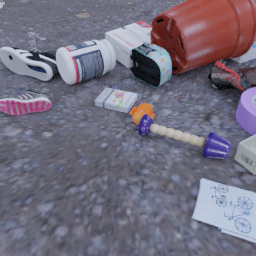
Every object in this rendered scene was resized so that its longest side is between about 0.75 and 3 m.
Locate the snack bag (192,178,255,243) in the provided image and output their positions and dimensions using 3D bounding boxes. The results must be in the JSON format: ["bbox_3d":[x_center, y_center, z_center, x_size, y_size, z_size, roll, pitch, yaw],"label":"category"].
[{"bbox_3d":[2.035,1.657,5.840,1.273,0.136,1.200,14,40,16],"label":"snack bag"}]

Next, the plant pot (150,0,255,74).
[{"bbox_3d":[2.575,-3.523,10.314,2.870,2.951,2.951,-26,45,-18],"label":"plant pot"}]

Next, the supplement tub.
[{"bbox_3d":[-1.486,-2.372,9.901,1.817,1.275,1.275,-23,44,-26],"label":"supplement tub"}]

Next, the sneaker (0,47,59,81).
[{"bbox_3d":[-3.498,-2.559,10.584,2.423,0.885,1.355,25,41,16],"label":"sneaker"}]

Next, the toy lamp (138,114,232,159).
[{"bbox_3d":[1.435,0.228,7.218,2.330,0.678,0.678,19,43,23],"label":"toy lamp"}]

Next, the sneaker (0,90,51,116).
[{"bbox_3d":[-3.156,-0.808,8.573,1.545,0.570,0.676,-6,38,-13],"label":"sneaker"}]

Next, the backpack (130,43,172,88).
[{"bbox_3d":[0.881,-2.144,9.672,1.090,1.250,1.422,-27,50,-24],"label":"backpack"}]

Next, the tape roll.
[{"bbox_3d":[4.184,-0.425,8.016,1.975,0.648,1.975,0,40,0],"label":"tape roll"}]

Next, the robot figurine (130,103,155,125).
[{"bbox_3d":[0.414,-0.399,8.122,0.599,0.485,0.832,46,44,-9],"label":"robot figurine"}]

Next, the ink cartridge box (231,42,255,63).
[{"bbox_3d":[4.555,-3.345,11.629,1.084,0.636,1.481,-17,41,-21],"label":"ink cartridge box"}]

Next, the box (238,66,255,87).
[{"bbox_3d":[4.371,-1.615,8.789,0.870,0.651,1.737,-1,8,-22],"label":"box"}]

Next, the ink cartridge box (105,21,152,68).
[{"bbox_3d":[0.302,-3.435,11.387,2.097,0.869,1.539,-31,58,-32],"label":"ink cartridge box"}]

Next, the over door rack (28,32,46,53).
[{"bbox_3d":[-3.810,-3.494,11.710,1.052,0.777,0.350,29,45,32],"label":"over door rack"}]

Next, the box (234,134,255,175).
[{"bbox_3d":[3.256,0.558,6.843,1.057,0.576,0.676,-21,43,-24],"label":"box"}]

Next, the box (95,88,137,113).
[{"bbox_3d":[-0.373,-0.900,8.937,1.119,0.230,0.872,15,41,16],"label":"box"}]

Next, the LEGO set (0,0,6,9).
[{"bbox_3d":[-2.719,-2.792,5.451,0.244,0.742,0.993,-35,47,-6],"label":"LEGO set"}]

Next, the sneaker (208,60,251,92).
[{"bbox_3d":[3.255,-1.549,9.233,0.649,0.897,1.836,34,17,-33],"label":"sneaker"}]
